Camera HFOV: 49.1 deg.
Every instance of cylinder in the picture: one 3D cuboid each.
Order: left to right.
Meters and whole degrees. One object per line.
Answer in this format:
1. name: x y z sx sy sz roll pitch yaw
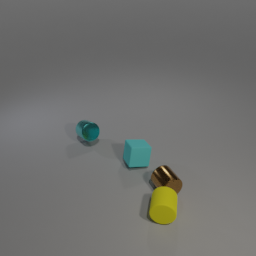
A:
1. cylinder: -1.497 0.089 10.361 0.700 0.700 0.700 -17 18 -26
2. cylinder: 0.947 2.042 7.421 0.700 0.700 0.700 5 30 9
3. cylinder: 1.133 1.577 8.266 0.700 0.700 0.700 -12 33 -20

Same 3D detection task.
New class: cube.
1. cube: 0.297 0.827 9.306 0.700 0.700 0.700 1 20 -19
